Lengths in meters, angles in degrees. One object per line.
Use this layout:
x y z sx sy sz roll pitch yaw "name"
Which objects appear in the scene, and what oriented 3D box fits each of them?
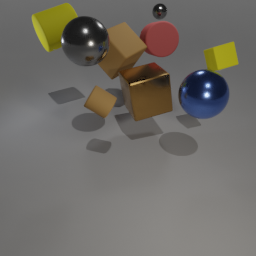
-0.391 -3.087 11.233 1.400 1.400 1.400 49 52 3 "cube"
2.134 -0.950 7.933 1.400 1.400 1.400 0 31 0 "ball"
2.884 -2.207 8.725 0.700 0.700 0.700 -17 10 -7 "cube"
-2.650 -3.773 10.531 1.400 1.400 1.400 -28 40 -18 "cylinder"
-0.793 -0.743 7.991 0.700 0.700 0.700 31 30 -12 "cylinder"
-1.225 -2.496 8.122 1.400 1.400 1.400 0 31 0 "ball"
1.484 -5.446 13.099 0.700 0.700 0.700 0 31 0 "ball"
0.604 -1.290 9.753 1.400 1.400 1.400 -16 32 -9 "cube"
1.296 -3.782 11.933 1.400 1.400 1.400 -4 19 -7 "cylinder"
